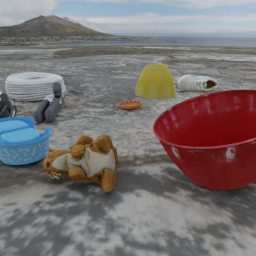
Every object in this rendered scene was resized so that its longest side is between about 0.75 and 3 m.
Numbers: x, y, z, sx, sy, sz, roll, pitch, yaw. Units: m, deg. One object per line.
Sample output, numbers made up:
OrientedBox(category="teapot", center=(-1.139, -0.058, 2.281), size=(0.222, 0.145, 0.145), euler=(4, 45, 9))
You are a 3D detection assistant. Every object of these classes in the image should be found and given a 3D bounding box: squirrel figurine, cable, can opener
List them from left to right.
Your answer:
OrientedBox(category="cable", center=(-4.392, -2.033, 13.423), size=(2.747, 0.951, 2.746), euler=(-1, 21, -4))
OrientedBox(category="can opener", center=(-3.053, -1.107, 10.943), size=(0.770, 0.965, 2.885), euler=(-2, 21, -4))
OrientedBox(category="squirrel figurine", center=(-1.039, 0.727, 6.290), size=(1.512, 1.146, 1.620), euler=(-8, 5, 9))

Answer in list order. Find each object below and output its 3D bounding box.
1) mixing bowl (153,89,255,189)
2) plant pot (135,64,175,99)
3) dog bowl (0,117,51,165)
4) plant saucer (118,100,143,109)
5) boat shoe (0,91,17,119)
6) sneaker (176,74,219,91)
OrientedBox(category="mixing bowl", center=(1.990, 0.339, 5.983), size=(2.696, 1.460, 2.696), euler=(-14, 22, 6))
OrientedBox(category="plant pot", center=(1.335, -2.317, 13.566), size=(1.969, 1.398, 1.969), euler=(0, 21, 0))
OrientedBox(category="dog bowl", center=(-3.004, 0.295, 7.548), size=(1.395, 0.621, 2.504), euler=(-15, 23, -35))
OrientedBox(category="plant saucer", center=(0.097, -0.957, 11.590), size=(1.042, 0.168, 1.042), euler=(-5, 18, 2))
OrientedBox(category="boat shoe", center=(-4.618, -0.686, 10.284), size=(0.952, 1.011, 2.815), euler=(33, -2, -26))
OrientedBox(category="sneaker", center=(3.530, -2.280, 14.298), size=(2.180, 0.834, 0.881), euler=(-7, 21, -13))
